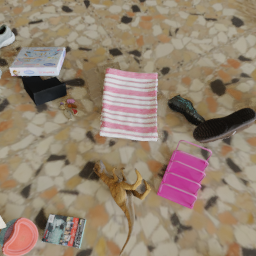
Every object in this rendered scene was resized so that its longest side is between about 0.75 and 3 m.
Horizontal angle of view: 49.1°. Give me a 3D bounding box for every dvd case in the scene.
[{"bbox_3d":[-1.886,3.038,8.305,1.139,0.125,0.831,7,59,3],"label":"dvd case"}]

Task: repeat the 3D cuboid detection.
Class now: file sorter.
[{"bbox_3d":[1.789,1.396,8.748,1.172,1.058,1.687,21,61,12],"label":"file sorter"}]

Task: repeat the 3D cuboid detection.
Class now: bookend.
[{"bbox_3d":[-3.248,-1.615,10.848,1.270,0.589,1.278,-25,51,-27],"label":"bookend"}]

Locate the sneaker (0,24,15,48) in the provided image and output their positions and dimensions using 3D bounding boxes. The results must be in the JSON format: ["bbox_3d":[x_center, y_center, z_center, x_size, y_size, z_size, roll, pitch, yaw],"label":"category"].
[{"bbox_3d":[-5.826,-3.648,11.939,0.776,0.832,2.099,30,65,15],"label":"sneaker"}]

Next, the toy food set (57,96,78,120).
[{"bbox_3d":[-2.234,-0.812,10.605,0.659,0.163,1.037,-34,64,-19],"label":"toy food set"}]

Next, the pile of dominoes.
[{"bbox_3d":[-0.875,-1.836,11.266,1.491,0.305,1.913,-13,52,-7],"label":"pile of dominoes"}]

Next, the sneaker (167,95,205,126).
[{"bbox_3d":[2.234,-0.698,10.287,1.605,0.605,0.636,39,64,20],"label":"sneaker"}]

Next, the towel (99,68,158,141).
[{"bbox_3d":[0.078,-0.918,10.264,2.071,0.423,2.830,4,65,-3],"label":"towel"}]

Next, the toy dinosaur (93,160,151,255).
[{"bbox_3d":[-0.070,2.142,8.580,1.567,0.891,2.950,-34,54,3],"label":"toy dinosaur"}]

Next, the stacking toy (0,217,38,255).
[{"bbox_3d":[-3.558,3.158,7.359,0.859,1.842,2.034,3,51,40],"label":"stacking toy"}]

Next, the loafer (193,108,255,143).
[{"bbox_3d":[3.372,0.074,9.723,2.211,0.785,0.807,-19,50,9],"label":"loafer"}]

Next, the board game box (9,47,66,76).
[{"bbox_3d":[-3.584,-2.724,11.336,1.824,0.375,1.819,0,41,1],"label":"board game box"}]

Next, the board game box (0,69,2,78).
[{"bbox_3d":[-6.289,-1.813,10.911,2.176,0.699,1.605,0,58,1],"label":"board game box"}]
